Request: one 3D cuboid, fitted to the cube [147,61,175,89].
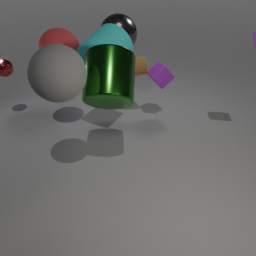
[{"bbox_3d":[1.313,-2.140,11.304,0.700,0.700,0.700,-43,36,9],"label":"cube"}]

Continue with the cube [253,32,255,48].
[{"bbox_3d":[4.503,-2.738,8.957,0.700,0.700,0.700,-18,46,37],"label":"cube"}]

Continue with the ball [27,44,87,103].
[{"bbox_3d":[-1.709,-1.318,6.812,1.400,1.400,1.400,0,30,0],"label":"ball"}]

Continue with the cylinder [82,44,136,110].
[{"bbox_3d":[-0.511,-1.351,7.698,1.400,1.400,1.400,2,-11,0],"label":"cylinder"}]

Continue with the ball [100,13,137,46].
[{"bbox_3d":[-0.357,-3.482,10.353,1.400,1.400,1.400,0,30,0],"label":"ball"}]

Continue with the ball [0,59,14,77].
[{"bbox_3d":[-4.886,-2.363,11.039,0.700,0.700,0.700,0,30,0],"label":"ball"}]

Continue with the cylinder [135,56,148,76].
[{"bbox_3d":[0.375,-2.465,11.208,0.700,0.700,0.700,-10,31,-2],"label":"cylinder"}]

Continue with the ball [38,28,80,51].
[{"bbox_3d":[-2.314,-2.639,9.437,1.400,1.400,1.400,0,30,0],"label":"ball"}]

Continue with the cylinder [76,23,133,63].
[{"bbox_3d":[-0.762,-2.510,9.337,1.400,1.400,1.400,18,53,28],"label":"cylinder"}]
